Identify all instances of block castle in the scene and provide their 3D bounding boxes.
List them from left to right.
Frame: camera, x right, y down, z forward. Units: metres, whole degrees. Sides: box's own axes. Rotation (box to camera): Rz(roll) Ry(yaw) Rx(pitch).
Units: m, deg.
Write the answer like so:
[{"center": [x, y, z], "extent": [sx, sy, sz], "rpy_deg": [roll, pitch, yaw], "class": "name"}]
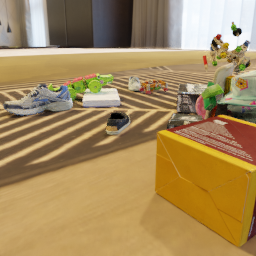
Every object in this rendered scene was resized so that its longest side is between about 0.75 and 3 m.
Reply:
[{"center": [1.203, -1.882, 13.138], "extent": [1.198, 0.562, 0.800], "rpy_deg": [-13, 27, -27], "class": "block castle"}]

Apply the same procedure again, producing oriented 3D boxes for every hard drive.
[{"center": [-1.141, -1.313, 11.885], "extent": [1.452, 0.279, 2.201], "rpy_deg": [-2, 19, -6], "class": "hard drive"}]

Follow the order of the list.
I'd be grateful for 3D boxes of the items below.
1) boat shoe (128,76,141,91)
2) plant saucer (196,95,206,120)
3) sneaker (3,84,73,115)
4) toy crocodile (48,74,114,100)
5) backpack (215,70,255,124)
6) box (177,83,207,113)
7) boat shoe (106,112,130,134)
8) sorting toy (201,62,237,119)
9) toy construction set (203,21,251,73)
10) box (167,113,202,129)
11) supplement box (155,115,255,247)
[{"center": [0.298, -2.275, 14.131], "extent": [0.596, 0.608, 1.708], "rpy_deg": [-3, 20, -7], "class": "boat shoe"}, {"center": [2.667, -0.718, 9.041], "extent": [0.980, 0.980, 0.248], "rpy_deg": [1, 14, 3], "class": "plant saucer"}, {"center": [-3.279, -1.122, 10.223], "extent": [2.425, 1.033, 0.934], "rpy_deg": [-10, 22, -25], "class": "sneaker"}, {"center": [-1.999, -1.844, 12.050], "extent": [2.832, 0.874, 0.956], "rpy_deg": [-17, 21, -2], "class": "toy crocodile"}, {"center": [3.605, -0.338, 6.554], "extent": [2.726, 2.089, 2.396], "rpy_deg": [16, 19, 26], "class": "backpack"}, {"center": [3.367, -1.146, 10.718], "extent": [2.902, 0.722, 2.289], "rpy_deg": [4, 19, 12], "class": "box"}, {"center": [-0.292, -0.260, 8.606], "extent": [0.585, 0.488, 1.568], "rpy_deg": [3, 18, 14], "class": "boat shoe"}, {"center": [2.396, -0.687, 7.486], "extent": [0.404, 2.030, 2.747], "rpy_deg": [22, 26, 25], "class": "sorting toy"}, {"center": [2.743, -1.944, 7.785], "extent": [1.130, 1.041, 1.355], "rpy_deg": [24, -38, -32], "class": "toy construction set"}, {"center": [1.753, -0.137, 8.578], "extent": [0.969, 0.263, 1.209], "rpy_deg": [6, 20, 16], "class": "box"}, {"center": [1.740, 0.685, 4.813], "extent": [1.818, 1.207, 1.793], "rpy_deg": [-14, 24, -34], "class": "supplement box"}]
